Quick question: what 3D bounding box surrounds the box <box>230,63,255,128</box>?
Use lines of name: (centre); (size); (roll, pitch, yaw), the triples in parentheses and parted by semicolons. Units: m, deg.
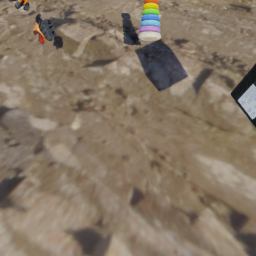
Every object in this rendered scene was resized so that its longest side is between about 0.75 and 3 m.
box: (2.099, -0.733, 3.268); (1.187, 1.450, 0.624); (-27, 72, -15)

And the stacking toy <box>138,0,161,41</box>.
stacking toy: (0.603, -3.124, 7.530); (0.612, 1.433, 0.612); (1, 6, 0)

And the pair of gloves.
pair of gloves: (-1.977, -2.422, 5.824); (0.164, 1.327, 1.183); (-27, 30, 14)
